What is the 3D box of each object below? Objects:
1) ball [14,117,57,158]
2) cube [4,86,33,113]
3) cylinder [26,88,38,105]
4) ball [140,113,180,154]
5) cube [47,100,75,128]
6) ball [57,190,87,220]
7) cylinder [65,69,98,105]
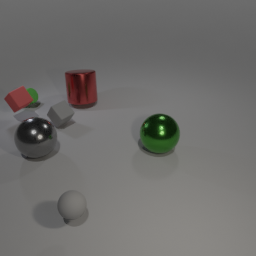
[{"bbox_3d":[-3.128,0.326,9.541,1.400,1.400,1.400,0,32,0],"label":"ball"},{"bbox_3d":[-4.391,-1.153,11.257,0.700,0.700,0.700,-22,14,49],"label":"cube"},{"bbox_3d":[-4.594,-1.409,12.789,0.700,0.700,0.700,-13,22,32],"label":"cylinder"},{"bbox_3d":[1.105,0.190,9.755,1.400,1.400,1.400,0,32,0],"label":"ball"},{"bbox_3d":[-2.714,-0.573,11.289,0.700,0.700,0.700,51,49,4],"label":"cube"},{"bbox_3d":[-1.356,1.863,6.792,0.700,0.700,0.700,0,32,0],"label":"ball"},{"bbox_3d":[-2.147,-1.917,12.938,1.400,1.400,1.400,-2,19,1],"label":"cylinder"}]
